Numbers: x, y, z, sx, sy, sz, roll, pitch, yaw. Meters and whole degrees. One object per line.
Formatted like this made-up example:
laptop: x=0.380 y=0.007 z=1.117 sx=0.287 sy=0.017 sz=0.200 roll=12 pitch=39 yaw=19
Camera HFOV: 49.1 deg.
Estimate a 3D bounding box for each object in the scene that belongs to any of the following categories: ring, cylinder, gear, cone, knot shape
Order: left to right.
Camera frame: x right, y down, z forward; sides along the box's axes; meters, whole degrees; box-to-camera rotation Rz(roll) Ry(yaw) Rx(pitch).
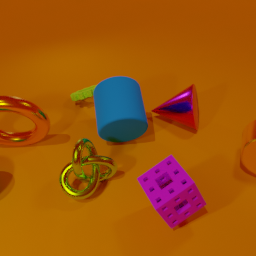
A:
ring: x=-2.829 y=-0.123 z=6.803 sx=1.825 sy=1.825 sz=0.365 roll=-3 pitch=56 yaw=-4
knot shape: x=-0.928 y=0.954 z=6.019 sx=1.197 sy=1.279 sz=0.591 roll=-50 pitch=31 yaw=-15
gear: x=-1.276 y=-1.139 z=8.900 sx=1.092 sy=0.202 sz=1.092 roll=-17 pitch=16 yaw=5
cylinder: x=-0.210 y=-0.462 z=7.281 sx=1.275 sy=1.275 sz=1.275 roll=-6 pitch=61 yaw=-7
cone: x=1.283 y=-0.541 z=8.015 sx=1.297 sy=1.292 sz=1.292 roll=-4 pitch=36 yaw=21
cylinder: x=3.216 y=0.431 z=6.575 sx=1.028 sy=1.028 sz=1.028 roll=14 pitch=31 yaw=17

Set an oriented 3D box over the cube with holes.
cube with holes: x=0.829 y=1.210 z=5.348 sx=0.816 sy=0.816 sz=0.816 roll=-35 pitch=39 yaw=0
